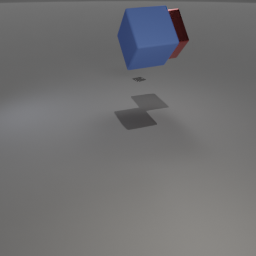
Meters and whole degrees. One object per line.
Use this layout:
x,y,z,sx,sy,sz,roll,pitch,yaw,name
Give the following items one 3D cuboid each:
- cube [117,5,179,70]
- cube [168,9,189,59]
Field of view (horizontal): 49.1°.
0.597,-2.904,9.113,1.400,1.400,1.400,-12,-14,-16,cube
1.340,-3.609,11.043,1.400,1.400,1.400,-12,-11,-14,cube
